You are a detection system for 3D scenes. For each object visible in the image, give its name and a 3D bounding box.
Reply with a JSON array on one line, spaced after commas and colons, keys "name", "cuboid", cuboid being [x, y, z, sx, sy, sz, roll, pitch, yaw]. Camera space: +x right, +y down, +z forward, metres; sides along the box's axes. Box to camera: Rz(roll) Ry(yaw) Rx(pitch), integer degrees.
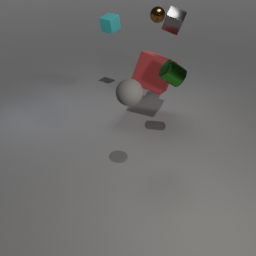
[{"name": "cube", "cuboid": [1.849, -4.303, 11.231, 0.700, 0.700, 0.700, 23, 57, 2]}, {"name": "cube", "cuboid": [1.137, -2.397, 12.013, 1.400, 1.400, 1.400, 25, 20, 11]}, {"name": "ball", "cuboid": [1.342, -5.132, 12.696, 0.700, 0.700, 0.700, 0, 30, 0]}, {"name": "ball", "cuboid": [0.031, -0.909, 7.174, 0.700, 0.700, 0.700, 0, 30, 0]}, {"name": "cube", "cuboid": [-0.867, -5.100, 13.631, 0.700, 0.700, 0.700, 24, 53, 31]}, {"name": "cylinder", "cuboid": [1.514, -1.853, 9.511, 0.700, 0.700, 0.700, 27, 22, -21]}]
